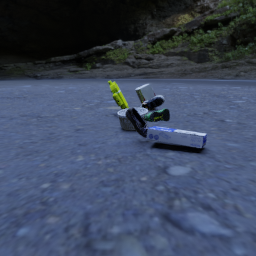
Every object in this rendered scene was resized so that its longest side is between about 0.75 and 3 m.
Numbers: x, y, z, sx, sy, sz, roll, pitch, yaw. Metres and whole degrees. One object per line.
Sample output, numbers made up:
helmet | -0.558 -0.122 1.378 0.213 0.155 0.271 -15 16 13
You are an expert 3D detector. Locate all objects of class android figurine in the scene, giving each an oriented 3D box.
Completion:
android figurine | -0.361 -1.228 11.128 0.302 1.472 1.340 -29 11 8

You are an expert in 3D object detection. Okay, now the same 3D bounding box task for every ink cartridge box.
ink cartridge box | 1.143 0.202 6.541 1.280 0.283 0.602 9 8 23
ink cartridge box | 0.843 -1.469 12.876 0.545 0.966 1.316 -26 8 -5

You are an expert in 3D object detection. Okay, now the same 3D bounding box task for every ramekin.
ramekin | 0.165 -0.274 8.627 0.935 0.491 0.935 -5 18 2

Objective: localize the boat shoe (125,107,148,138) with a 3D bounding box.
boat shoe | 0.287 -0.121 6.969 0.264 0.926 0.310 -26 19 47

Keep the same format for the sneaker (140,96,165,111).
sneaker | 0.936 -0.918 10.886 1.072 0.421 0.426 -21 16 46

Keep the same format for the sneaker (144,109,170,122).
sneaker | 0.806 -0.338 7.540 0.894 0.349 0.381 -5 3 -43
